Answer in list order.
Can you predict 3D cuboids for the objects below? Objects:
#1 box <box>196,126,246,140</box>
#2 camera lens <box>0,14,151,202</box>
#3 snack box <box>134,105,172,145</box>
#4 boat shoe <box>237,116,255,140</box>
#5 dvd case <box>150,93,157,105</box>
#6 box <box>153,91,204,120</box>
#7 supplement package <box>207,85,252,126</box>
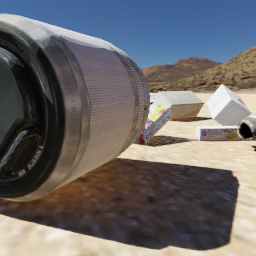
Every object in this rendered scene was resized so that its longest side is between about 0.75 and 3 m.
[{"bbox_3d":[2.441,0.120,6.811,1.556,0.323,0.301,0,8,-6],"label":"box"},{"bbox_3d":[-0.945,-0.308,3.842,2.002,2.002,2.503,4,10,24],"label":"camera lens"},{"bbox_3d":[0.344,-0.137,6.772,0.943,0.351,1.326,8,34,37],"label":"snack box"},{"bbox_3d":[2.396,0.011,5.555,0.396,0.469,1.315,-17,-4,2],"label":"boat shoe"},{"bbox_3d":[0.502,-1.258,13.005,2.681,0.214,1.993,-15,18,-31],"label":"dvd case"},{"bbox_3d":[1.983,-0.911,11.051,1.924,0.748,0.914,-6,44,-36],"label":"box"},{"bbox_3d":[2.876,-0.589,8.091,0.753,0.743,1.241,32,27,-10],"label":"supplement package"}]
